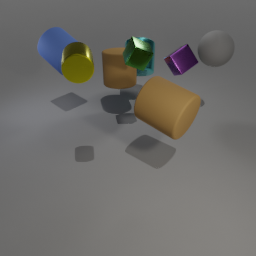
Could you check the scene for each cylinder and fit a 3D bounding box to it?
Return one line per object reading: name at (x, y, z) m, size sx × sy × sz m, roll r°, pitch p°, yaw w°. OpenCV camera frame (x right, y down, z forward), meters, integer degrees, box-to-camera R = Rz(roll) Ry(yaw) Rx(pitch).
cylinder at (1.126, -0.590, 8.066) m, size 1.400 × 1.400 × 1.400 m, roll 32°, pitch 42°, yaw 25°
cylinder at (-2.606, -3.033, 11.140) m, size 1.400 × 1.400 × 1.400 m, roll 42°, pitch 47°, yaw 19°
cylinder at (-0.346, -2.493, 11.600) m, size 1.400 × 1.400 × 1.400 m, roll -1°, pitch 27°, yaw 0°
cylinder at (0.524, -3.236, 12.889) m, size 1.400 × 1.400 × 1.400 m, roll 3°, pitch -5°, yaw 0°
cylinder at (-1.120, -1.459, 6.243) m, size 0.700 × 0.700 × 0.700 m, roll -5°, pitch 39°, yaw -8°

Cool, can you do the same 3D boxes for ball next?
ball at (3.467, -3.120, 11.065) m, size 1.400 × 1.400 × 1.400 m, roll 0°, pitch 31°, yaw 0°

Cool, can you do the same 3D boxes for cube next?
cube at (0.315, -2.420, 9.155) m, size 0.700 × 0.700 × 0.700 m, roll 15°, pitch 40°, yaw -25°
cube at (1.701, -2.180, 9.041) m, size 0.700 × 0.700 × 0.700 m, roll -36°, pitch 12°, yaw -4°
